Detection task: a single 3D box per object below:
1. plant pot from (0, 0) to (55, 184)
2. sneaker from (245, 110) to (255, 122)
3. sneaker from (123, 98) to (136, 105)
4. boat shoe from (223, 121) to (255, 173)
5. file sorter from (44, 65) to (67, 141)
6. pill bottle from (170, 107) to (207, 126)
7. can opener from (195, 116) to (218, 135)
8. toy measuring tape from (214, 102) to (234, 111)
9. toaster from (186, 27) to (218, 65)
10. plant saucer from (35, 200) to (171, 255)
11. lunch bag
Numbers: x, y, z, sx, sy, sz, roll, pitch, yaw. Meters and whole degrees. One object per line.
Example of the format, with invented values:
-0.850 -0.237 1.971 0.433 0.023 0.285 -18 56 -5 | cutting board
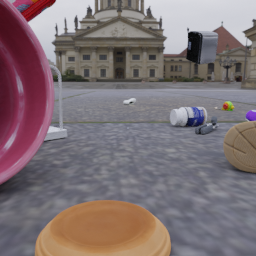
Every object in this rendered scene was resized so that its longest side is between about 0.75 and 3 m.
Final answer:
-2.596 -0.382 3.427 2.273 2.540 2.540 -12 0 40 | plant pot
4.208 -0.483 6.825 2.508 1.247 0.872 10 14 42 | sneaker
0.240 -1.438 15.592 0.901 0.332 0.521 -21 22 -40 | sneaker
2.743 0.182 3.790 2.712 0.975 0.879 -2 13 24 | boat shoe
-2.925 -0.605 6.487 2.611 1.625 1.811 8 12 43 | file sorter
1.726 -0.326 8.031 0.946 0.547 0.547 -3 10 -17 | pill bottle
2.034 -0.089 7.173 0.289 0.362 1.084 7 11 35 | can opener
4.354 -1.010 12.662 0.426 0.426 1.157 -4 10 -23 | toy measuring tape
2.442 -2.766 9.408 0.675 1.137 1.028 -6 24 -12 | toaster
-0.188 0.822 2.201 1.043 0.195 1.043 -1 9 0 | plant saucer
-2.764 -2.862 6.175 2.871 1.176 2.529 17 60 47 | lunch bag
